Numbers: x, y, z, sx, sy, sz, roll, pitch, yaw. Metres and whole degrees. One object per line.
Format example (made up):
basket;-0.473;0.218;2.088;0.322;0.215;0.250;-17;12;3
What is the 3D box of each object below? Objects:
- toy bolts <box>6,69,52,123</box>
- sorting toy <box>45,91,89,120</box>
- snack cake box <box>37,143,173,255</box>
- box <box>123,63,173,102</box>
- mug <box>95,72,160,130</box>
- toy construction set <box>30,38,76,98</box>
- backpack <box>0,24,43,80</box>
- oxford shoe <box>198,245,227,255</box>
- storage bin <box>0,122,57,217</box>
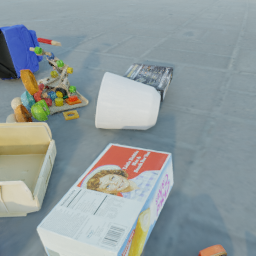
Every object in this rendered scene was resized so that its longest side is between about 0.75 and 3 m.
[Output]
toy bolts;-3.565;-0.983;9.555;1.353;1.863;1.950;-20;19;-1
sorting toy;-2.506;-1.123;10.851;1.553;0.376;2.758;-20;37;-28
snack cake box;-0.260;1.556;5.921;1.659;0.969;2.884;6;32;26
box;0.742;-1.884;11.240;1.794;0.547;2.265;9;35;13
mug;0.070;-0.891;9.300;1.873;1.828;2.282;10;39;1
toy construction set;-2.655;-2.172;10.708;1.730;2.252;1.878;15;37;18
backpack;-5.572;-3.434;12.849;2.832;2.301;2.376;4;23;28
oxford shoe;1.046;2.637;4.678;1.947;0.693;0.706;-15;41;-22
storage bin;-3.185;0.937;6.930;2.345;1.107;2.363;-2;32;-2
